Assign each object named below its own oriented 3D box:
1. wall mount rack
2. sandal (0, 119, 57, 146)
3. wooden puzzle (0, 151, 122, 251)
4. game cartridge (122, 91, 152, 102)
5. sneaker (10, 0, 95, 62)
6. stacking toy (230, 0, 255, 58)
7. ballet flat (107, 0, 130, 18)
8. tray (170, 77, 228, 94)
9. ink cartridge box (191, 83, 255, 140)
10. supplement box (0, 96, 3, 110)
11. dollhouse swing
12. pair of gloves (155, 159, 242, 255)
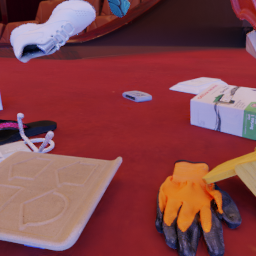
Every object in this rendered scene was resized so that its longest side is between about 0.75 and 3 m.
[{"bbox_3d":[-2.636,0.353,5.810,2.473,0.922,2.148,-15,25,-34],"label":"wall mount rack"},{"bbox_3d":[-3.048,-0.019,7.376,0.932,0.559,2.481,18,26,40],"label":"sandal"},{"bbox_3d":[-1.473,1.067,4.458,2.410,0.558,2.232,0,19,14],"label":"wooden puzzle"},{"bbox_3d":[0.405,-1.314,11.538,0.785,0.241,1.180,-16,25,-29],"label":"game cartridge"},{"bbox_3d":[-1.577,-2.016,6.077,2.025,0.754,0.882,-26,52,9],"label":"sneaker"},{"bbox_3d":[2.644,-1.728,4.556,0.939,2.013,2.224,-29,47,12],"label":"stacking toy"},{"bbox_3d":[-0.401,-4.667,9.788,0.821,0.858,2.438,26,7,5],"label":"ballet flat"},{"bbox_3d":[3.498,-2.125,13.646,1.588,0.328,2.957,17,25,41],"label":"tray"},{"bbox_3d":[3.035,-0.549,8.055,2.060,0.869,1.505,17,38,38],"label":"ink cartridge box"},{"bbox_3d":[-5.286,-1.175,10.140,0.902,0.884,1.746,-16,25,-37],"label":"supplement box"},{"bbox_3d":[2.120,0.906,4.624,1.281,1.126,1.164,-16,64,-51],"label":"dollhouse swing"},{"bbox_3d":[1.870,1.193,4.320,2.840,0.351,2.530,6,20,15],"label":"pair of gloves"}]
